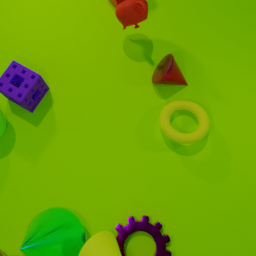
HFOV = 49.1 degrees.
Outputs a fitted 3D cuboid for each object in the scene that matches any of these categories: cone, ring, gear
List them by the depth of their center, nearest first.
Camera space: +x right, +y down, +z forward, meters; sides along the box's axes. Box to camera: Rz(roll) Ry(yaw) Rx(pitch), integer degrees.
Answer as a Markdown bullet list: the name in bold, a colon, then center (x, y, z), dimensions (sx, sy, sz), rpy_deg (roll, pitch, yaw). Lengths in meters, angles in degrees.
- **cone**: center (-1.934, 2.551, 6.129), dimensions (1.587, 1.593, 1.587), rpy_deg (-3, 73, 9)
- **cone**: center (-0.335, 3.060, 6.145), dimensions (1.135, 1.131, 1.131), rpy_deg (17, 72, 45)
- **gear**: center (0.309, 3.087, 7.233), dimensions (1.583, 0.293, 1.583), rpy_deg (0, 75, 0)
- **ring**: center (1.585, -0.188, 7.890), dimensions (1.397, 0.279, 1.397), rpy_deg (1, 61, -1)
- **cone**: center (1.407, -1.519, 8.355), dimensions (1.006, 1.002, 1.002), rpy_deg (27, 75, -21)

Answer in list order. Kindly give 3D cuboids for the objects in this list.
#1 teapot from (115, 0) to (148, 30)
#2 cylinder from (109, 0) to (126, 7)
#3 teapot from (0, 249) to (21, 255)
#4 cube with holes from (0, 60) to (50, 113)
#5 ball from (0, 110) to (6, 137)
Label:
- **teapot**: center (0.126, -3.233, 8.037), dimensions (0.969, 1.558, 0.763), rpy_deg (-24, 103, -23)
- **cylinder**: center (-0.227, -4.418, 8.946), dimensions (0.797, 0.797, 0.797), rpy_deg (-33, 78, -8)
- **teapot**: center (-2.873, 3.651, 6.733), dimensions (1.040, 0.819, 1.673), rpy_deg (-31, 63, -11)
- **cube with holes**: center (-3.008, -1.161, 8.027), dimensions (0.924, 0.924, 0.924), rpy_deg (29, 77, 7)
- **ball**: center (-3.964, -0.129, 7.635), dimensions (1.169, 1.169, 1.169), rpy_deg (0, 75, 0)
